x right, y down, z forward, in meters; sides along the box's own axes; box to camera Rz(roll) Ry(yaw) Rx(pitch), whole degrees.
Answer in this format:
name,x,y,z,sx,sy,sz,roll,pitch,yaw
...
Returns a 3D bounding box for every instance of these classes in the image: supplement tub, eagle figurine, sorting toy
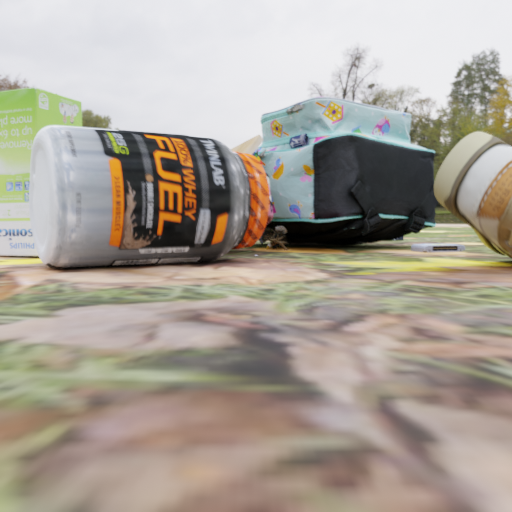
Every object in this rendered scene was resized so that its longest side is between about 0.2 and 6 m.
name,x,y,z,sx,sy,sz,roll,pitch,yaw
supplement tub,-1.310,-0.709,7.044,2.719,1.665,1.665,-3,5,-31
eagle figurine,0.331,-0.309,10.513,0.488,0.491,0.647,-18,12,-6
sorting toy,-0.566,-1.400,10.042,1.396,0.489,1.404,-19,27,40

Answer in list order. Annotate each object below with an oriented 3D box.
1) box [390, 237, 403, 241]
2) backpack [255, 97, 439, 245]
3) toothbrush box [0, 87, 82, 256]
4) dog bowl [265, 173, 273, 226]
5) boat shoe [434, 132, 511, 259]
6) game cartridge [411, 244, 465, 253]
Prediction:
name,x,y,z,sx,sy,sz,roll,pitch,yaw
box,3.239,-0.944,14.366,1.011,1.110,0.578,-3,5,-33
backpack,1.293,-1.584,11.447,3.338,2.911,3.797,-5,-4,-39
toothbrush box,-3.777,-1.247,8.875,1.802,2.475,1.065,2,4,23
dog bowl,-0.586,-0.668,9.291,1.956,0.721,1.956,-20,-8,-3
boat shoe,3.407,-0.388,6.667,3.418,1.278,1.169,10,26,-44
game cartridge,3.181,-0.137,9.874,0.801,0.162,0.534,-1,0,-16
